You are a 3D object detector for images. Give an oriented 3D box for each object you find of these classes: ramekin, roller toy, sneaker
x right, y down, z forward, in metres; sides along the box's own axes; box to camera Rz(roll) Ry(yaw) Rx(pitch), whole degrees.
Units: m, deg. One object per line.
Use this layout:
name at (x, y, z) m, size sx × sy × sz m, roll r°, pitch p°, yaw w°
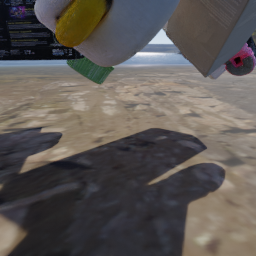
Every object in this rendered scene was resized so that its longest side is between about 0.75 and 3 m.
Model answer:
ramekin at (-1.222, -2.011, 8.874) m, size 1.475 × 0.720 × 1.475 m, roll 32°, pitch 10°, yaw -6°
roller toy at (-0.380, -2.259, 4.474) m, size 1.681 × 2.405 × 2.194 m, roll 33°, pitch 1°, yaw -30°
sneaker at (2.695, -2.664, 7.464) m, size 1.202 × 2.521 × 0.996 m, roll -42°, pitch 15°, yaw -34°

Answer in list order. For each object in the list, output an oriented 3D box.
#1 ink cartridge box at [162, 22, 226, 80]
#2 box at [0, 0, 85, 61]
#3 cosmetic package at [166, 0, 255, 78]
ink cartridge box at (2.067, -3.032, 8.978) m, size 2.699 × 1.145 × 1.966 m, roll 39°, pitch 14°, yaw -38°
box at (-2.613, -2.870, 6.945) m, size 2.903 × 2.325 × 0.632 m, roll 2°, pitch 19°, yaw 12°
cosmetic package at (1.770, -2.412, 5.493) m, size 1.340 × 1.588 × 2.972 m, roll -38°, pitch -10°, yaw -3°
